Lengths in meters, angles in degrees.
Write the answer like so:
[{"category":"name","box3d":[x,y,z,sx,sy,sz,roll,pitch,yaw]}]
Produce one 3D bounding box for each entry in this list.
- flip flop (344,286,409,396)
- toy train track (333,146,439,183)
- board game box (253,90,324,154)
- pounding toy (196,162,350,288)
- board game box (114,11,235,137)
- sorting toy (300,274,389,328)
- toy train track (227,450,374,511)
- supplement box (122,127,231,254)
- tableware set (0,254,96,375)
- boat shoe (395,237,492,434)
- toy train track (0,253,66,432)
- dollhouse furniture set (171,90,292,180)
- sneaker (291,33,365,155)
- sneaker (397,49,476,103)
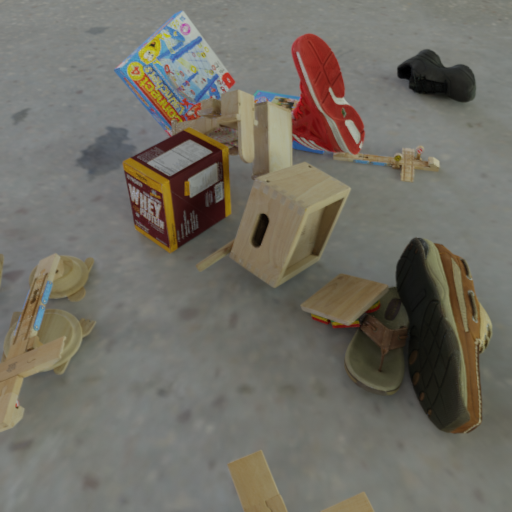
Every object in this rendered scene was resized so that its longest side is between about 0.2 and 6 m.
[{"category":"flip flop","box3d":[2.139,1.244,9.206,0.981,0.696,2.418,19,45,18]},{"category":"toy train track","box3d":[3.108,-2.394,13.378,2.502,0.407,1.435,8,43,9]},{"category":"board game box","box3d":[0.826,-3.502,14.462,2.403,0.541,1.828,15,45,15]},{"category":"pounding toy","box3d":[0.293,-0.486,10.191,1.516,2.133,1.963,34,34,21]},{"category":"board game box","box3d":[-1.864,-4.207,13.157,2.023,2.066,0.577,-48,28,-11]},{"category":"sorting toy","box3d":[1.550,0.834,9.642,1.104,0.384,1.098,-34,29,-29]},{"category":"toy train track","box3d":[-0.517,3.873,6.492,4.154,0.676,2.383,-18,53,-11]},{"category":"supplement box","box3d":[-1.528,-1.328,11.246,1.148,1.705,1.728,32,51,30]},{"category":"tableware set","box3d":[-4.402,0.903,9.819,3.276,0.380,2.737,1,46,-2]},{"category":"boat shoe","box3d":[3.156,1.112,8.919,1.229,1.259,3.328,10,53,-11]},{"category":"toy train track","box3d":[-3.528,1.320,8.952,1.914,0.543,3.338,-23,41,17]},{"category":"dollhouse furniture set","box3d":[-0.874,-2.200,11.857,3.108,1.518,2.651,-2,-1,34]},{"category":"sneaker","box3d":[1.052,-3.270,12.038,1.699,2.942,1.153,4,51,39]},{"category":"sneaker","box3d":[5.052,-4.921,15.839,1.240,1.037,2.731,-25,40,-12]}]
